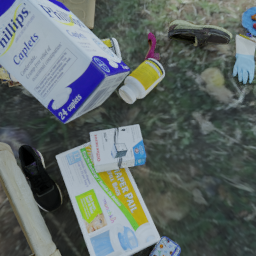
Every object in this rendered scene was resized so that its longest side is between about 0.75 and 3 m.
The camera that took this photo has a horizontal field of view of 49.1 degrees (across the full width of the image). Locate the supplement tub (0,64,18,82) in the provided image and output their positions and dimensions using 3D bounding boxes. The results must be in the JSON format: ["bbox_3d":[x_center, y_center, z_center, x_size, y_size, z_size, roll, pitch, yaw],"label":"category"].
[{"bbox_3d":[-3.866,-1.874,8.799,0.947,0.684,0.684,13,66,6],"label":"supplement tub"}]

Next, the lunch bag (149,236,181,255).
[{"bbox_3d":[0.916,3.073,6.834,0.610,0.288,0.761,35,71,13],"label":"lunch bag"}]

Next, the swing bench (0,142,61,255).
[{"bbox_3d":[-2.959,1.956,5.534,2.805,1.820,2.790,-19,75,-47],"label":"swing bench"}]

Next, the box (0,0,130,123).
[{"bbox_3d":[-1.599,-1.791,6.836,2.801,2.576,1.470,43,108,-1],"label":"box"}]

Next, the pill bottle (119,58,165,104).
[{"bbox_3d":[0.403,-1.414,8.570,0.799,0.799,1.426,40,71,16],"label":"pill bottle"}]

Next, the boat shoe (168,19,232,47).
[{"bbox_3d":[2.363,-3.047,9.404,2.110,0.772,0.684,14,75,13],"label":"boat shoe"}]

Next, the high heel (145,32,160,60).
[{"bbox_3d":[0.702,-2.733,9.390,0.527,0.369,1.096,-9,69,-16],"label":"high heel"}]

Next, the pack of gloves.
[{"bbox_3d":[4.391,-2.259,9.183,1.714,0.402,2.040,12,66,4],"label":"pack of gloves"}]

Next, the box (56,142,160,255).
[{"bbox_3d":[-0.516,1.750,6.815,1.533,1.381,2.725,-23,68,-10],"label":"box"}]

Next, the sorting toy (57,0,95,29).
[{"bbox_3d":[-2.242,-3.948,10.003,2.049,0.368,2.750,2,66,-4],"label":"sorting toy"}]

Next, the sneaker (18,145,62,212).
[{"bbox_3d":[-2.402,1.302,7.320,0.727,0.840,1.919,-30,69,-13],"label":"sneaker"}]

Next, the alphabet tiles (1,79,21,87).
[{"bbox_3d":[-3.675,-1.925,9.224,1.028,0.046,1.230,-14,67,-7],"label":"alphabet tiles"}]

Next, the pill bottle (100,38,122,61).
[{"bbox_3d":[-1.220,-2.098,8.725,1.926,1.079,1.079,-13,66,-6],"label":"pill bottle"}]

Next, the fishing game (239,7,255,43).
[{"bbox_3d":[4.876,-3.824,9.917,1.661,0.361,2.320,35,68,15],"label":"fishing game"}]

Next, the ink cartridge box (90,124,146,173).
[{"bbox_3d":[-0.239,0.462,6.365,1.149,0.494,0.842,-9,65,-7],"label":"ink cartridge box"}]
